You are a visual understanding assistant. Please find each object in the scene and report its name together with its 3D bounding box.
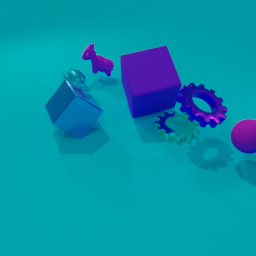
[{"bbox_3d":[2.623,0.180,6.070,0.753,0.753,0.753,0,37,0],"label":"ball"},{"bbox_3d":[-1.387,-0.486,7.151,0.941,0.941,0.941,-49,43,10],"label":"cube"},{"bbox_3d":[1.728,-0.542,6.519,1.200,0.222,1.200,12,50,-15],"label":"gear"},{"bbox_3d":[-0.990,-2.290,9.460,1.106,1.088,0.607,15,63,5],"label":"cow figurine"},{"bbox_3d":[-1.686,-1.397,8.803,0.692,0.826,1.148,-26,61,-37],"label":"monkey head"},{"bbox_3d":[1.294,-0.046,7.478,1.146,0.212,1.146,0,36,0],"label":"gear"},{"bbox_3d":[0.574,-1.233,7.673,1.292,1.292,1.292,-14,68,-5],"label":"cube"}]
